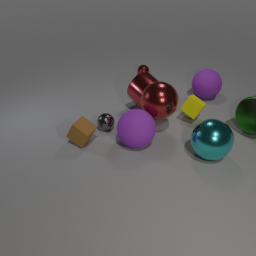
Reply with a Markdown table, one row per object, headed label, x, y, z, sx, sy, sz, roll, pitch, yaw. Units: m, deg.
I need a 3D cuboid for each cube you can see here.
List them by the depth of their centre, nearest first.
| label | x | y | z | sx | sy | sz | roll | pitch | yaw |
| --- | --- | --- | --- | --- | --- | --- | --- | --- | --- |
| cube | -1.680 | 0.133 | 10.186 | 0.700 | 0.700 | 0.700 | 37 | 37 | 2 |
| cube | 2.690 | -0.880 | 11.548 | 0.700 | 0.700 | 0.700 | 40 | 22 | 12 |

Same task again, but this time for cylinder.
| label | x | y | z | sx | sy | sz | roll | pitch | yaw |
| --- | --- | --- | --- | --- | --- | --- | --- | --- | --- |
| cylinder | 5.128 | -0.575 | 10.752 | 1.400 | 1.400 | 1.400 | -12 | 33 | -35 |
| cylinder | 0.907 | -1.458 | 12.053 | 1.400 | 1.400 | 1.400 | -23 | 55 | -32 |

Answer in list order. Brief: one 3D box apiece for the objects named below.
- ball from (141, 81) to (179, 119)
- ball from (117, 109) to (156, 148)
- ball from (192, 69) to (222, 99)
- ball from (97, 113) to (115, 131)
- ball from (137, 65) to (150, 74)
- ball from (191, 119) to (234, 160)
| label | x | y | z | sx | sy | sz | roll | pitch | yaw |
| --- | --- | --- | --- | --- | --- | --- | --- | --- | --- |
| ball | 1.171 | -1.026 | 10.403 | 1.400 | 1.400 | 1.400 | 0 | 32 | 0 |
| ball | 0.300 | 0.019 | 10.027 | 1.400 | 1.400 | 1.400 | 0 | 32 | 0 |
| ball | 3.755 | -2.108 | 13.360 | 1.400 | 1.400 | 1.400 | 0 | 32 | 0 |
| ball | -0.883 | -0.243 | 11.079 | 0.700 | 0.700 | 0.700 | 0 | 32 | 0 |
| ball | 0.867 | -3.214 | 15.799 | 0.700 | 0.700 | 0.700 | 0 | 32 | 0 |
| ball | 2.824 | 0.388 | 9.429 | 1.400 | 1.400 | 1.400 | 0 | 32 | 0 |
